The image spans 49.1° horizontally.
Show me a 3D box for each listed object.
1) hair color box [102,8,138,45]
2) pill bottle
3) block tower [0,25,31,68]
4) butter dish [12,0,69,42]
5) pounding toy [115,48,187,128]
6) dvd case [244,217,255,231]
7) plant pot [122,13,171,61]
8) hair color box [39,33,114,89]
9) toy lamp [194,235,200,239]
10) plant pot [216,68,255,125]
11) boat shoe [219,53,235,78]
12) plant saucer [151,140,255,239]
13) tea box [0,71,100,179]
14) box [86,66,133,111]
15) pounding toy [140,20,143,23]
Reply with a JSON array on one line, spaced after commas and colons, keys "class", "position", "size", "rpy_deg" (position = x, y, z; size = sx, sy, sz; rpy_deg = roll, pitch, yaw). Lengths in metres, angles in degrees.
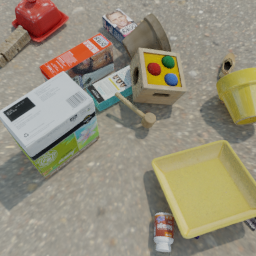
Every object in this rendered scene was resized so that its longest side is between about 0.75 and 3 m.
[{"class": "hair color box", "position": [-0.225, -4.626, 13.003], "size": [1.002, 0.607, 2.004], "rpy_deg": [-34, 65, -18]}, {"class": "pill bottle", "position": [1.079, 3.128, 8.411], "size": [0.584, 0.584, 1.041], "rpy_deg": [4, 59, 3]}, {"class": "block tower", "position": [-5.111, -3.587, 12.292], "size": [0.569, 0.532, 1.969], "rpy_deg": [28, 71, 15]}, {"class": "butter dish", "position": [-4.197, -5.369, 12.841], "size": [2.123, 1.573, 2.128], "rpy_deg": [36, 69, 19]}, {"class": "pounding toy", "position": [0.828, -1.486, 10.329], "size": [2.443, 1.272, 2.780], "rpy_deg": [2, 67, -19]}, {"class": "dvd case", "position": [4.074, 2.741, 8.938], "size": [0.884, 0.071, 0.657], "rpy_deg": [-32, 64, -17]}, {"class": "plant pot", "position": [0.698, -3.592, 11.853], "size": [1.616, 1.863, 1.863], "rpy_deg": [-29, 62, 2]}, {"class": "hair color box", "position": [-1.910, -2.358, 11.105], "size": [2.797, 1.551, 0.894], "rpy_deg": [-37, 66, -19]}, {"class": "toy lamp", "position": [2.630, 2.830, 8.675], "size": [1.552, 0.452, 0.452], "rpy_deg": [-27, 63, -17]}, {"class": "plant pot", "position": [4.344, -1.066, 10.346], "size": [1.794, 1.794, 1.688], "rpy_deg": [-7, 76, -4]}, {"class": "boat shoe", "position": [4.308, -2.734, 11.949], "size": [0.533, 0.482, 1.496], "rpy_deg": [19, 61, 11]}, {"class": "plant saucer", "position": [2.471, 1.903, 8.862], "size": [2.810, 0.681, 2.809], "rpy_deg": [-14, 48, -8]}, {"class": "tea box", "position": [-2.427, -0.036, 9.221], "size": [2.447, 2.407, 1.635], "rpy_deg": [-39, 66, -20]}, {"class": "box", "position": [-0.411, -1.663, 11.254], "size": [2.350, 0.577, 0.967], "rpy_deg": [-31, 64, -17]}, {"class": "pounding toy", "position": [0.989, -4.554, 13.040], "size": [0.819, 0.632, 0.889], "rpy_deg": [-18, 54, -15]}]
